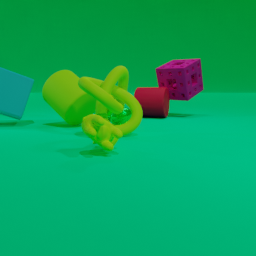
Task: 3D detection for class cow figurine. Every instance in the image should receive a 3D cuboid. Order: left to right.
[{"bbox_3d":[-0.498,0.064,5.041,0.958,0.526,0.943,40,-7,-33],"label":"cow figurine"}]

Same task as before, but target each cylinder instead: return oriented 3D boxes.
[{"bbox_3d":[-1.781,-0.944,8.712,1.270,1.270,1.270,41,28,24],"label":"cylinder"},{"bbox_3d":[-0.767,-0.867,10.065,0.909,0.909,0.909,23,-13,6],"label":"cylinder"},{"bbox_3d":[0.962,-1.024,11.238,1.209,1.209,1.209,2,8,19],"label":"cylinder"}]

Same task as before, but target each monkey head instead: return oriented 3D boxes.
[{"bbox_3d":[-0.196,-0.285,8.009,1.037,0.625,0.746,-17,2,-7],"label":"monkey head"}]

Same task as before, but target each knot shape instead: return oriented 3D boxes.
[{"bbox_3d":[-0.321,-0.606,6.787,0.813,1.647,1.760,-24,-2,38],"label":"knot shape"}]

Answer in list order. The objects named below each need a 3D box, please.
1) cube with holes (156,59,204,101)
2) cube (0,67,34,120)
[{"bbox_3d":[2.168,-2.022,11.654,1.338,1.338,1.338,9,31,41],"label":"cube with holes"},{"bbox_3d":[-3.842,-1.067,8.907,1.260,1.260,1.260,19,-9,-21],"label":"cube"}]
